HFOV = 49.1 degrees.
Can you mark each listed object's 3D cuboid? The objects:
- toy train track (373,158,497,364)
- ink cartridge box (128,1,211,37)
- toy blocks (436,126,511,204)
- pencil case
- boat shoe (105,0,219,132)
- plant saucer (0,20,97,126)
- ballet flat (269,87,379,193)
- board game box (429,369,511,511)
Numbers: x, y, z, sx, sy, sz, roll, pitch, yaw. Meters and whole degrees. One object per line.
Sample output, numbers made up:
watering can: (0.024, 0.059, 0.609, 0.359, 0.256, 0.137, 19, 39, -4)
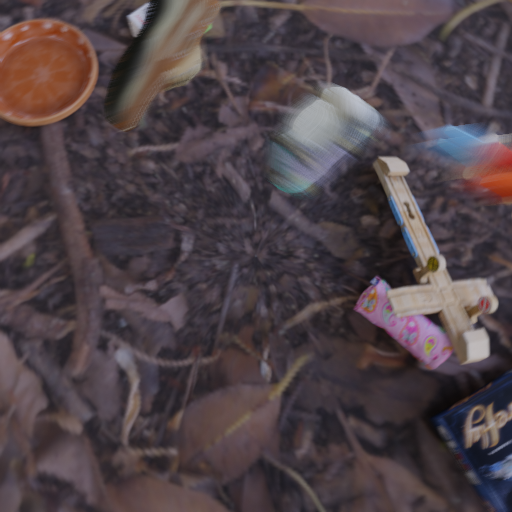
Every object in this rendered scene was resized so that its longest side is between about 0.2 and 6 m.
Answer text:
toy train track: (2.982, -0.158, 9.418, 2.237, 0.634, 3.899, -4, 62, -27)
ink cartridge box: (-1.703, -4.617, 11.091, 1.303, 0.547, 0.948, -39, 78, -10)
toy blocks: (2.755, -0.846, 6.124, 1.641, 1.368, 0.596, 33, 116, 3)
pencil case: (2.485, 1.113, 9.352, 1.726, 0.755, 0.755, 40, 78, 12)
boat shoe: (-1.154, -2.717, 7.502, 0.905, 0.927, 2.451, 31, 75, -33)
plant saucer: (-4.215, -3.542, 10.886, 2.256, 0.364, 2.256, 0, 75, 0)
ballet flat: (0.967, -1.707, 7.274, 0.871, 0.871, 2.422, 36, 49, 10)
board game box: (5.013, 2.780, 8.907, 3.628, 0.628, 2.458, -29, 76, -8)
